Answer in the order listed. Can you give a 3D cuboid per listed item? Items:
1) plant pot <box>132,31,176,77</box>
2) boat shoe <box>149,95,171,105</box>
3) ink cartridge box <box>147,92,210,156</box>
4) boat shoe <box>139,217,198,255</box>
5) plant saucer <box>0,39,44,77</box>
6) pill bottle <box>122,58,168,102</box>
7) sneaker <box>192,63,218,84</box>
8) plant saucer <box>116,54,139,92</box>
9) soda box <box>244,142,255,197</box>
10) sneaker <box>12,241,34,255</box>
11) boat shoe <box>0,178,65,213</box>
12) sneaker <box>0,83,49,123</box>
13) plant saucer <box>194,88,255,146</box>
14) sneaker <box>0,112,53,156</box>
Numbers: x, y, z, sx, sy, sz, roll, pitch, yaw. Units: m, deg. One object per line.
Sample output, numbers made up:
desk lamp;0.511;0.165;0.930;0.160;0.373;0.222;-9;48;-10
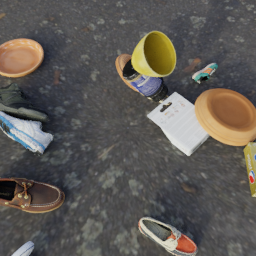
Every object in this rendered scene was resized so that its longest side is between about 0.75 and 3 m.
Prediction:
plant pot;0.673;-2.149;8.607;1.347;0.956;1.347;5;82;-36
boat shoe;1.241;-1.399;11.875;1.285;0.417;0.462;27;62;16
ink cartridge box;2.150;-0.214;11.114;1.806;0.634;2.222;-40;60;-22
boat shoe;1.253;3.387;8.782;1.997;0.625;0.711;25;60;13
plant saucer;-5.060;-3.199;12.988;2.345;0.439;2.345;0;58;1
pill bottle;0.666;-1.680;9.955;0.964;1.724;0.964;-25;47;30
sneaker;3.547;-2.406;12.506;1.324;0.473;0.529;-32;67;-12
plant saucer;0.310;-2.288;11.477;1.867;0.301;1.867;28;43;-29
soda box;4.647;1.462;9.966;0.598;0.633;1.868;3;59;2
sneaker;-3.361;4.321;8.228;0.692;0.714;1.955;34;73;11
boat shoe;-3.599;2.191;9.317;2.846;1.001;1.002;2;58;0
sneaker;-4.274;-1.049;11.313;2.609;0.997;1.494;13;65;14
plant saucer;3.996;-0.585;11.013;2.733;0.511;2.733;6;55;-9
sneaker;-3.956;0.031;10.809;2.485;0.931;1.077;34;58;10
